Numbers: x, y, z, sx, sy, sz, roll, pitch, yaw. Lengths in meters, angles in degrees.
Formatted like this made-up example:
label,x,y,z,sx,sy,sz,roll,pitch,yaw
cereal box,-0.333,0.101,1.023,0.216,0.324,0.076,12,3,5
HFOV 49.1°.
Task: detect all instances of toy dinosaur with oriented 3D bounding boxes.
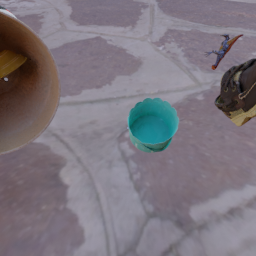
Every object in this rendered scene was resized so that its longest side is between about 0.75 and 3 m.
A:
label,x,y,z,sx,sy,sz,roll,pitch,yaw
toy dinosaur,2.672,-2.122,7.882,1.064,0.965,0.559,3,21,12

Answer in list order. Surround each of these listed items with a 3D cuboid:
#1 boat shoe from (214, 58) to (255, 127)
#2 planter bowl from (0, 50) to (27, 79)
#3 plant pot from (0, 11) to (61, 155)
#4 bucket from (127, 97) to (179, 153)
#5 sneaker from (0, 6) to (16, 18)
label,x,y,z,sx,sy,sz,roll,pitch,yaw
boat shoe,2.111,-0.723,5.144,0.875,2.661,0.951,27,81,14
planter bowl,-2.574,-1.368,5.803,0.873,0.364,0.873,-22,32,15
plant pot,-2.825,-1.013,5.576,2.680,2.680,1.799,-14,27,-16
bucket,0.375,-0.015,4.401,0.813,0.529,0.813,0,66,-1
sneaker,-2.505,-1.885,6.571,0.660,1.975,1.059,-38,72,-8
